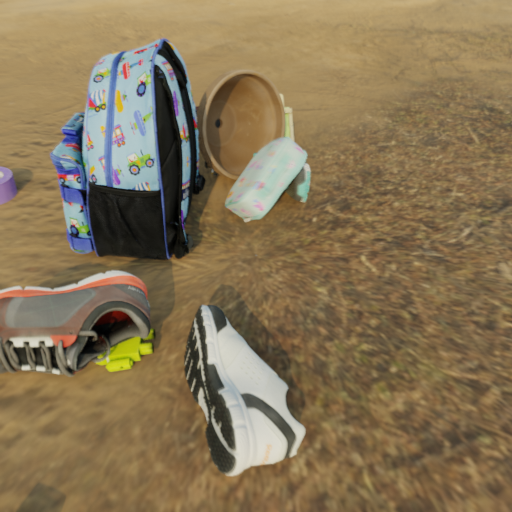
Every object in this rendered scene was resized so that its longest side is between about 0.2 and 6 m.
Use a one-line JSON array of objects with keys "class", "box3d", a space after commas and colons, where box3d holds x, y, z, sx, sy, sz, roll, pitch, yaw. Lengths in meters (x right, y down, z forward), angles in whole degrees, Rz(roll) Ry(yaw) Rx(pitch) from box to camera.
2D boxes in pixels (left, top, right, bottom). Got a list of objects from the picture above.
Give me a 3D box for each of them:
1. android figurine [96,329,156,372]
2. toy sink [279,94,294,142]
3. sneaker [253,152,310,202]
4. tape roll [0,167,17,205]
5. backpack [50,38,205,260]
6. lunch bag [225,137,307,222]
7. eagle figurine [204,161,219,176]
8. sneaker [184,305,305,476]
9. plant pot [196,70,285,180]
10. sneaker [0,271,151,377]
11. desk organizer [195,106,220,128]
[{"class": "android figurine", "box3d": [-2.075, 1.367, 8.548, 1.052, 0.216, 0.958, -9, 35, -1]}, {"class": "toy sink", "box3d": [0.412, -3.451, 14.493, 0.925, 1.419, 0.795, -8, 15, -13]}, {"class": "sneaker", "box3d": [0.518, -1.837, 12.711, 1.056, 0.898, 2.315, -1, 25, -15]}, {"class": "tape roll", "box3d": [-6.083, -1.569, 12.692, 1.147, 0.487, 1.147, 0, 33, 0]}, {"class": "backpack", "box3d": [-2.364, -2.134, 10.680, 2.462, 3.659, 3.341, 1, 35, 1]}, {"class": "lunch bag", "box3d": [0.188, -1.524, 11.443, 1.833, 0.706, 1.470, -56, 20, -11]}, {"class": "eagle figurine", "box3d": [-1.001, -2.197, 13.666, 0.461, 0.459, 0.608, -7, 10, 1]}, {"class": "sneaker", "box3d": [-0.253, 1.719, 7.618, 1.113, 1.026, 2.783, 4, 34, -24]}, {"class": "plant pot", "box3d": [-0.573, -3.113, 13.342, 2.521, 2.521, 1.164, -27, 29, -34]}, {"class": "sneaker", "box3d": [-2.951, 1.142, 7.906, 3.105, 1.196, 1.271, -20, 40, -15]}, {"class": "desk organizer", "box3d": [-1.277, -3.762, 15.506, 2.754, 0.988, 1.060, -11, 33, -16]}]
